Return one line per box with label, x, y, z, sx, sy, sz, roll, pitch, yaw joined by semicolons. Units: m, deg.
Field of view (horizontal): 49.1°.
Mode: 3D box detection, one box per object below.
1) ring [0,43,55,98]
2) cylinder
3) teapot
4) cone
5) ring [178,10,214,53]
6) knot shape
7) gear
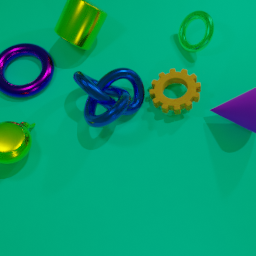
ring;-3.153;-1.758;8.421;1.866;0.373;1.866;0;68;0
cylinder;-1.393;-3.136;8.281;1.203;1.203;1.203;37;110;14
teapot;-3.041;0.395;7.268;1.157;0.911;1.860;31;59;6
cone;2.832;-0.477;7.512;1.259;1.255;1.255;2;66;29
ring;2.053;-2.928;8.533;0.247;1.236;1.236;-5;62;-43
knot shape;-0.651;-0.986;7.636;1.922;0.949;2.054;32;49;15
gear;1.340;-1.061;7.990;1.407;0.260;1.407;-6;60;11
